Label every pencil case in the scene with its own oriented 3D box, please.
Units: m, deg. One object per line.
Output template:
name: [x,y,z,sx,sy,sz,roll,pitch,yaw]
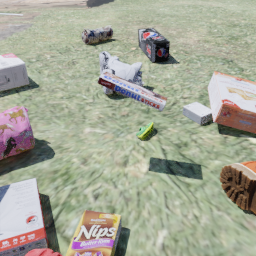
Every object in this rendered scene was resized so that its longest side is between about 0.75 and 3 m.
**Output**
pencil case: [-3.789,0.330,6.900,2.879,1.246,1.192,-17,24,-27]
pencil case: [-1.724,-5.393,16.068,1.906,0.853,0.742,-27,57,-36]

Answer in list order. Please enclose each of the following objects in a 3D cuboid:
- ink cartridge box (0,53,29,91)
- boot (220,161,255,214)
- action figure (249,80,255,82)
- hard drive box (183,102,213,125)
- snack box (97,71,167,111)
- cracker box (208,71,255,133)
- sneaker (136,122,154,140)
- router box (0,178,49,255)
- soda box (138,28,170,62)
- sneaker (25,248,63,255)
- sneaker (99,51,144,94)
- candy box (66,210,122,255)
ink cartridge box: [-5.273,-2.104,10.912,2.237,0.926,1.639,-22,39,-30]
boot: [3.246,1.476,5.400,1.464,1.025,2.731,-8,33,-22]
action figure: [4.935,-1.390,10.359,0.759,0.352,1.286,-21,45,-31]
hard drive box: [2.259,-0.484,8.989,0.623,0.307,0.800,-20,38,-28]
snack box: [0.117,-0.835,6.301,1.562,0.190,0.562,24,27,3]
cracker box: [3.543,-0.865,8.937,1.670,0.719,2.493,15,35,1]
sneaker: [0.507,0.033,8.207,0.332,0.294,0.795,22,39,24]
router box: [-2.537,1.834,5.283,1.800,0.440,1.615,-12,35,-18]
soda box: [1.251,-4.267,14.187,0.887,0.991,2.801,-9,33,-9]
sneaker: [-0.665,2.363,3.829,2.344,0.829,1.145,7,1,14]
sneaker: [-0.292,-2.250,11.118,1.570,1.027,2.732,-4,38,-8]
candy box: [-0.608,2.092,4.971,0.752,0.364,1.288,5,32,9]
